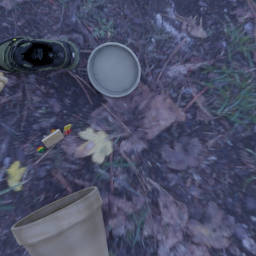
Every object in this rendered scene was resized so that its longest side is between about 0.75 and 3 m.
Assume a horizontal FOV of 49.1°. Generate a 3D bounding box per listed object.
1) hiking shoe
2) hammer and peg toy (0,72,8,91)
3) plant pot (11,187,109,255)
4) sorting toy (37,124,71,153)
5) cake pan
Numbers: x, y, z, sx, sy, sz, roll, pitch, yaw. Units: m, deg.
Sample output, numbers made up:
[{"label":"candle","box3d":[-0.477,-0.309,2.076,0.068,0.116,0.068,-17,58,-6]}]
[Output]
[{"label":"hiking shoe","box3d":[-2.972,-2.202,8.148,2.995,1.508,1.134,0,98,13]},{"label":"hammer and peg toy","box3d":[-4.293,-1.280,7.686,1.591,1.170,0.561,17,49,-41]},{"label":"plant pot","box3d":[-1.294,2.529,6.249,2.008,2.008,1.742,-22,88,-9]},{"label":"sorting toy","box3d":[-2.113,0.232,7.899,1.164,0.561,0.197,-35,71,-13]},{"label":"cake pan","box3d":[-0.400,-1.736,8.372,1.630,1.630,0.299,16,28,6]}]
